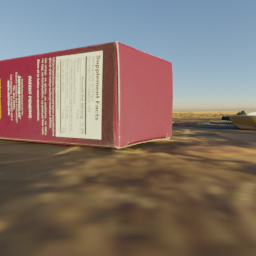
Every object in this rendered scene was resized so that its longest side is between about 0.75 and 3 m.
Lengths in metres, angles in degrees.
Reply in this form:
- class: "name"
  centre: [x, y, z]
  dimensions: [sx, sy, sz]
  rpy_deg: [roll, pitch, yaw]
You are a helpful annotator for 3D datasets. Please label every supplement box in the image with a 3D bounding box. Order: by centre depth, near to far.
- class: "supplement box"
  centre: [-0.809, -0.377, 3.935]
  dimensions: [2.550, 1.092, 1.407]
  rpy_deg: [2, 3, 31]

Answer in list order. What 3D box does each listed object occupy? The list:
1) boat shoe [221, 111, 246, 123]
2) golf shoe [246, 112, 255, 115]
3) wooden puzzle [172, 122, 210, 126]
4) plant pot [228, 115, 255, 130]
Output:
- class: "boat shoe"
  centre: [5.497, -0.519, 13.401]
  dimensions: [2.004, 0.628, 0.733]
  rpy_deg: [0, 2, 26]
- class: "golf shoe"
  centre: [5.646, -0.581, 10.893]
  dimensions: [2.057, 0.947, 0.747]
  rpy_deg: [-1, 3, 18]
- class: "wooden puzzle"
  centre: [2.243, -0.152, 10.416]
  dimensions: [1.566, 0.110, 0.929]
  rpy_deg: [2, 3, 32]
- class: "plant pot"
  centre: [4.094, -0.149, 7.181]
  dimensions: [2.879, 0.396, 2.879]
  rpy_deg: [0, 2, 0]
